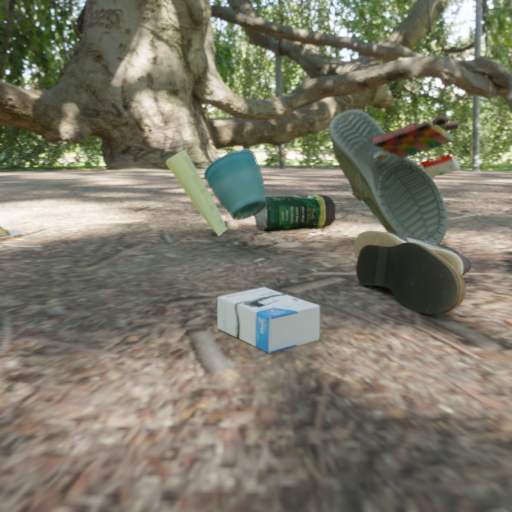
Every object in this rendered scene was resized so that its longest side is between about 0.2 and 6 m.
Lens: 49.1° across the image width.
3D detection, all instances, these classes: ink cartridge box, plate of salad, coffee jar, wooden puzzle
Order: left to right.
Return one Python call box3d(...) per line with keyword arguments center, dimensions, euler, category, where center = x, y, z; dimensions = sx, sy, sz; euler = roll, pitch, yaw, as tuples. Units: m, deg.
box3d(center=(-6.004, -0.547, 12.533), dimensions=(1.385, 0.333, 1.385), euler=(-1, 12, 0), category="plate of salad")
box3d(center=(0.115, 0.676, 6.120), dimensions=(0.699, 0.407, 0.967), euler=(-8, 14, -36), category="ink cartridge box")
box3d(center=(0.978, -1.090, 13.992), dimensions=(1.922, 0.820, 1.002), euler=(-4, 11, -18), category="coffee jar")
box3d(center=(2.825, -2.087, 10.052), dimensions=(1.750, 0.123, 1.038), euler=(-15, -18, 42), category="wooden puzzle")
box3d(center=(3.603, -1.761, 11.010), dimensions=(0.595, 0.185, 0.740), euler=(-14, -11, 32), category="ink cartridge box")

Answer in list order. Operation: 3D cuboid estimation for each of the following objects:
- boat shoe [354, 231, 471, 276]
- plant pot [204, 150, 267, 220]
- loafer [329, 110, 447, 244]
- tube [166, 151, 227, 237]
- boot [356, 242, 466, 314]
box3d(center=(2.436, 0.026, 8.865), dimensions=(0.630, 0.699, 1.945), euler=(-1, 11, -42), category="boat shoe")
box3d(center=(-0.317, -1.300, 10.764), dimensions=(1.092, 1.026, 1.092), euler=(-21, -18, -7), category="plant pot")
box3d(center=(2.606, -1.444, 11.243), dimensions=(1.231, 3.274, 1.140), euler=(-28, -17, -6), category="loafer")
box3d(center=(-1.325, -1.401, 12.922), dimensions=(0.604, 2.082, 0.541), euler=(-38, 10, -32), category="tube")
box3d(center=(2.219, 0.252, 7.514), dimensions=(0.859, 0.838, 2.277), euler=(8, 7, -16), category="boot")
